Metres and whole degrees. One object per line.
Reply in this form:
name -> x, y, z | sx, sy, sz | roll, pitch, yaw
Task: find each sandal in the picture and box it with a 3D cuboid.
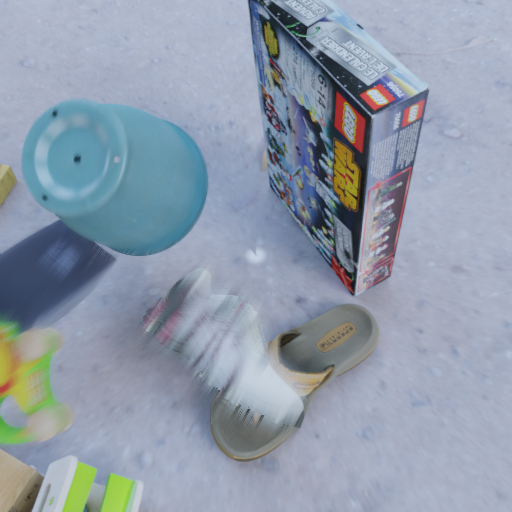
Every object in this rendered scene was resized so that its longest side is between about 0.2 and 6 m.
sandal -> 0.621, 1.685, 8.534 | 3.287, 0.888, 1.320 | -34, 62, -21

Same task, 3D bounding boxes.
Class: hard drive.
hard drive -> -3.079, 0.388, 7.888 | 1.318, 0.414, 1.954 | 34, 54, 18

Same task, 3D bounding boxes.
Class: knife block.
knife block -> -3.803, 3.508, 7.404 | 2.137, 0.684, 1.876 | 24, 58, 14

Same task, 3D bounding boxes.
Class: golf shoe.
golf shoe -> -0.316, 1.130, 7.190 | 2.619, 1.011, 1.153 | 34, 83, 28

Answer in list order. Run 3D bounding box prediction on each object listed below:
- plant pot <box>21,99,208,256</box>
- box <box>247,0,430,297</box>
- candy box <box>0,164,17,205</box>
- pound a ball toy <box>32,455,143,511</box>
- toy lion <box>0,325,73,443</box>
plant pot -> -1.976, -1.122, 7.559 | 2.120, 1.992, 2.120 | -1, 86, 14
box -> 1.097, -1.622, 8.675 | 0.872, 4.373, 2.994 | -29, 59, -11
candy box -> -5.438, -1.087, 10.697 | 0.951, 0.460, 1.629 | 12, 55, 9
pound a ball toy -> -2.135, 4.168, 6.812 | 1.819, 1.185, 2.789 | 32, 46, -25
toy lion -> -2.487, 1.218, 5.474 | 1.173, 0.420, 1.223 | -10, 86, 6
